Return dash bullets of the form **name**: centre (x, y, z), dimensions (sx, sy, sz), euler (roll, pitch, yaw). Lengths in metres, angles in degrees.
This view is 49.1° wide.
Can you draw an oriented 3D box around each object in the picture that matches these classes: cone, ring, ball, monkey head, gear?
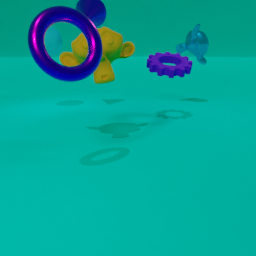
- **cone**: centre (-1.464, -4.100, 10.291), dimensions (1.204, 1.204, 1.208), euler (1, 36, 4)
- **ring**: centre (-1.001, -1.380, 4.614), dimensions (1.246, 1.246, 0.249), euler (-9, 2, -29)
- **ball**: centre (-3.149, -3.315, 10.737), dimensions (1.245, 1.245, 1.245), euler (0, 16, 0)
- **monkey head**: centre (-0.705, -1.740, 6.922), dimensions (1.987, 1.430, 1.197), euler (-11, 0, -6)
- **monkey head**: centre (2.669, -3.369, 11.477), dimensions (1.219, 1.694, 1.021), euler (-28, 31, -12)
- **gear**: centre (1.344, -2.076, 9.112), dimensions (1.454, 0.269, 1.454), euler (2, 37, -2)
